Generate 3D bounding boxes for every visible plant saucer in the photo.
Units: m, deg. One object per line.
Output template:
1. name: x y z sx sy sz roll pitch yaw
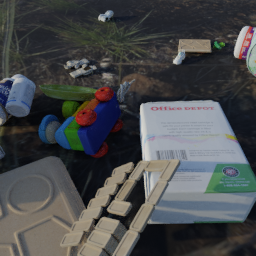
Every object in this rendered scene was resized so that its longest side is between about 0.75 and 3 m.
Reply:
1. plant saucer: -1.728 -1.063 8.430 1.809 0.281 1.809 7 13 -2

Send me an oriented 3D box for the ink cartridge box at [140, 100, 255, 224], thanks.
1. ink cartridge box: 1.325 0.618 6.215 1.981 1.193 2.727 -1 42 -2

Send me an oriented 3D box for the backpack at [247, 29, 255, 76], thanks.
1. backpack: 5.122 -2.247 8.615 2.720 2.414 2.048 22 75 20

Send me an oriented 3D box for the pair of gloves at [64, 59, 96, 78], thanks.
1. pair of gloves: -1.790 -2.273 10.384 0.976 0.201 1.148 -20 43 -22

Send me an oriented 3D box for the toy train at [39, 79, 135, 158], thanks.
1. toy train: -1.023 -0.526 7.712 1.687 1.234 2.915 2 39 24

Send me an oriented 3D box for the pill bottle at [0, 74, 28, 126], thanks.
1. pill bottle: -3.545 -0.885 8.196 0.915 0.915 1.648 11 42 13

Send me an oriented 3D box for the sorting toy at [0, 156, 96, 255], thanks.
1. sorting toy: -2.109 1.912 5.138 2.767 0.505 2.562 -17 50 -26

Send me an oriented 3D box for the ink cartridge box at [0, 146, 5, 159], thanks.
1. ink cartridge box: -4.553 0.082 6.026 2.912 1.206 2.122 40 64 17

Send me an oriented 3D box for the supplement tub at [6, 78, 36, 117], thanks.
1. supplement tub: -2.910 -0.829 7.629 0.615 0.615 0.933 1 56 2

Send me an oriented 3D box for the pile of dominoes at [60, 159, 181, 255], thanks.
1. pile of dominoes: -0.084 1.381 4.786 1.593 0.325 2.043 -8 35 48

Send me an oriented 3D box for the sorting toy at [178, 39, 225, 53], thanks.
1. sorting toy: 3.059 -3.340 11.574 1.885 0.277 1.393 5 36 11

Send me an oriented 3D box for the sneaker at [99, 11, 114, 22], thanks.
1. sneaker: -1.043 -5.674 14.304 0.415 0.385 1.024 33 53 18

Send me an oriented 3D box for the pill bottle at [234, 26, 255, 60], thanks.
1. pill bottle: 5.201 -2.995 10.446 2.152 1.210 1.210 20 44 22

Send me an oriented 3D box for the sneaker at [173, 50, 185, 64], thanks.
1. sneaker: 1.988 -2.751 10.815 0.312 0.367 0.828 20 44 20
